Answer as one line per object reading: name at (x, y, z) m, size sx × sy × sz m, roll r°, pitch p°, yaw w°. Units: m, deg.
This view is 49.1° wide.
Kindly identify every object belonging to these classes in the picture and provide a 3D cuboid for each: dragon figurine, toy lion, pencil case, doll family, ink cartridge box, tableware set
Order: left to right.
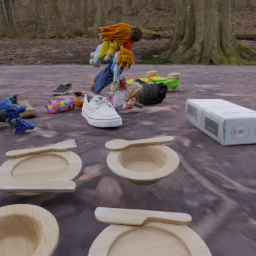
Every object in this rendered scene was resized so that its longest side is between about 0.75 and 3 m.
dragon figurine at (-3.506, -0.358, 6.843) m, size 2.705 × 0.796 × 1.345 m, roll 2°, pitch 15°, yaw 2°
pencil case at (-2.158, -0.732, 9.004) m, size 0.434 × 0.434 × 0.982 m, roll 11°, pitch 17°, yaw 36°
tableware set at (-0.468, 0.741, 2.988) m, size 2.340 × 0.325 × 2.801 m, roll -2°, pitch 24°, yaw -3°
doll family at (-1.295, -0.825, 9.329) m, size 1.341 × 0.604 × 0.832 m, roll 14°, pitch 4°, yaw -16°
doll family at (-0.418, -1.886, 8.054) m, size 1.344 × 2.983 × 1.852 m, roll 16°, pitch -28°, yaw -33°
toy lion at (0.920, -2.205, 13.963) m, size 2.525 × 0.904 × 2.634 m, roll -20°, pitch 24°, yaw -34°
ink cartridge box at (3.083, -0.260, 6.812) m, size 2.776 × 0.792 × 2.256 m, roll -6°, pitch 15°, yaw -7°

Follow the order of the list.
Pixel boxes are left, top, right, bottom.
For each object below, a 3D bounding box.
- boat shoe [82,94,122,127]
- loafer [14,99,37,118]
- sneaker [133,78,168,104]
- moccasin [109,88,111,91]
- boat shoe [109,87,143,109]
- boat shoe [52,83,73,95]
boat shoe at (-0.811, -0.528, 7.646) m, size 0.792 × 0.704 × 2.153 m, roll -8°, pitch 17°, yaw -28°
loafer at (-3.164, -0.605, 8.435) m, size 0.505 × 0.448 × 1.328 m, roll -13°, pitch 20°, yaw -40°
sneaker at (0.798, -1.446, 10.929) m, size 1.252 × 0.835 × 2.185 m, roll 0°, pitch 18°, yaw -8°
moccasin at (-0.491, -1.627, 12.452) m, size 0.427 × 0.405 × 1.107 m, roll -14°, pitch 9°, yaw -16°
boat shoe at (0.007, -0.951, 8.813) m, size 1.201 × 0.376 × 0.428 m, roll 26°, pitch 2°, yaw -19°
boat shoe at (-3.017, -1.791, 12.850) m, size 0.499 × 0.450 × 1.388 m, roll 7°, pitch 16°, yaw 24°
